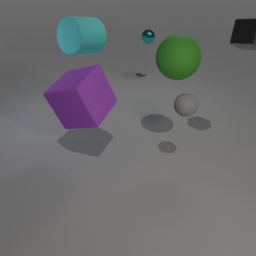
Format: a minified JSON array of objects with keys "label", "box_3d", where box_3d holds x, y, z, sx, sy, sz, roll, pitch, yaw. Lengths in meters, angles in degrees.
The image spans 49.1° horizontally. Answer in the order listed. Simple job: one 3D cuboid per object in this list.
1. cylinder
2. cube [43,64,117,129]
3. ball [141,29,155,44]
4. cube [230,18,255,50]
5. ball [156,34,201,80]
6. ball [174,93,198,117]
[{"label":"cylinder","box_3d":[-1.814,-3.620,11.012,1.400,1.400,1.400,22,29,31]},{"label":"cube","box_3d":[-1.431,-0.949,8.714,1.400,1.400,1.400,-3,38,32]},{"label":"ball","box_3d":[1.032,-4.654,14.268,0.700,0.700,0.700,0,32,0]},{"label":"cube","box_3d":[3.445,-2.654,7.981,0.700,0.700,0.700,3,12,-45]},{"label":"ball","box_3d":[1.567,-2.201,8.742,1.400,1.400,1.400,0,32,0]},{"label":"ball","box_3d":[1.698,-0.675,8.208,0.700,0.700,0.700,0,32,0]}]
